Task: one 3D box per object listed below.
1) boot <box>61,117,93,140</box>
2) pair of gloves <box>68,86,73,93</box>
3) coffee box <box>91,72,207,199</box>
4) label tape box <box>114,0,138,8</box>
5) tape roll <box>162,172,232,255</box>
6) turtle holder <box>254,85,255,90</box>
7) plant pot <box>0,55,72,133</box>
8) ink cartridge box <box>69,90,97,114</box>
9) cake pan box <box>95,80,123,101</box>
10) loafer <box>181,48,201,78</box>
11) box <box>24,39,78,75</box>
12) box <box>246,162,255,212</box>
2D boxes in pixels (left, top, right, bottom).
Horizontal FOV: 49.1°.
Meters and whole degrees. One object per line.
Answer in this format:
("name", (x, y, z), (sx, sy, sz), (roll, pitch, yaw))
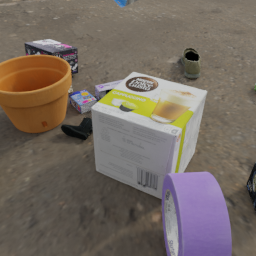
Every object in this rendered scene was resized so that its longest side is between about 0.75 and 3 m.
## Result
("boot", (-1.714, -0.065, 10.114), (1.128, 0.417, 0.924), (19, 44, 11))
("pair of gloves", (-3.406, -1.905, 12.505), (1.594, 0.329, 1.874), (-17, 42, -20))
("coffee box", (0.630, 0.121, 8.242), (2.424, 2.427, 2.400), (20, 42, 23))
("label tape box", (-0.084, -4.980, 10.638), (0.819, 0.271, 0.587), (-31, 69, -19))
("tape roll", (1.357, 2.045, 6.048), (0.919, 2.162, 2.162), (-2, 39, -4))
("turtle holder", (5.868, -1.893, 12.317), (0.753, 0.535, 0.572), (-22, 44, -25))
("plant pot", (-3.421, -1.167, 10.226), (2.853, 1.997, 2.853), (0, 38, 0))
("ink cartridge box", (-1.876, -1.129, 11.447), (0.790, 0.442, 1.158), (-24, 42, -27))
("cake pan box", (-0.125, -1.291, 11.557), (2.166, 0.566, 1.995), (-15, 39, -18))
("loafer", (3.240, -3.451, 13.953), (1.005, 0.931, 2.672), (2, 39, 3))
("box", (-3.612, -3.347, 13.301), (2.240, 1.285, 1.480), (27, 37, 34))
("box", (3.682, 1.659, 7.507), (0.501, 0.952, 1.163), (3, 39, 3))
